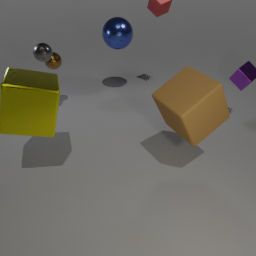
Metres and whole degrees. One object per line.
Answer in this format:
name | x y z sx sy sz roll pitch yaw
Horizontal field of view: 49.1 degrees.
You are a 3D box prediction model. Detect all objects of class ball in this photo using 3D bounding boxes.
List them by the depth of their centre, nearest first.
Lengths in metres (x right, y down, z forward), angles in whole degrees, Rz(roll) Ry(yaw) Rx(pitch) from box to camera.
ball | -3.170 -2.812 10.432 0.700 0.700 0.700 0 32 0
ball | -3.088 -2.771 11.557 0.700 0.700 0.700 0 32 0
ball | -0.465 -4.270 12.655 1.400 1.400 1.400 0 32 0

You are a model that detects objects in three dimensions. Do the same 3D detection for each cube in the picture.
cube | -2.688 -0.713 7.721 1.400 1.400 1.400 5 27 -19
cube | 1.791 -0.630 7.968 1.400 1.400 1.400 -39 44 -5
cube | 4.515 -2.008 10.822 0.700 0.700 0.700 -36 80 -22
cube | 1.357 -5.353 12.034 0.700 0.700 0.700 -32 72 -23
